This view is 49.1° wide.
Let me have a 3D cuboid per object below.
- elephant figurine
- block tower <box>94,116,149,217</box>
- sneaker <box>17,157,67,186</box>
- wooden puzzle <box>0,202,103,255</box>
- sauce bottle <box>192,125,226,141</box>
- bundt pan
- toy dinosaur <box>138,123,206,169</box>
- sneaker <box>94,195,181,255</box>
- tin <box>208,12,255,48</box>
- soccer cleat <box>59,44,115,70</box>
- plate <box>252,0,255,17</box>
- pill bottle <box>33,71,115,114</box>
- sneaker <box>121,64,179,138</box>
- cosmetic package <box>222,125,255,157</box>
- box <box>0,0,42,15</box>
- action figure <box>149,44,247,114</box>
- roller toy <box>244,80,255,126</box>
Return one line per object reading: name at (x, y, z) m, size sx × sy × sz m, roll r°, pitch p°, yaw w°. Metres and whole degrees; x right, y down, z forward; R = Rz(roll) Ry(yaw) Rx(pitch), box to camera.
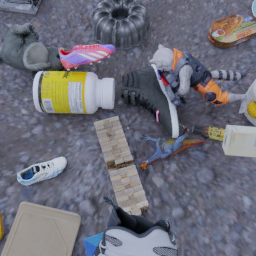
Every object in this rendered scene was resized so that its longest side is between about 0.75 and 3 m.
elephant figurine at (-2.733, -2.176, 8.872) m, size 2.269 × 1.605 × 1.760 m, roll 38°, pitch 114°, yaw 9°
block tower at (-0.202, 1.078, 7.672) m, size 0.746 × 0.799 × 2.762 m, roll -16°, pitch 67°, yaw -7°
sneaker at (-2.361, 1.174, 7.765) m, size 1.401 × 0.508 × 0.504 m, roll -23°, pitch 65°, yaw -12°
wooden puzzle at (-2.221, 2.918, 7.028) m, size 2.930 × 0.343 × 1.977 m, roll 17°, pitch 69°, yaw 9°
sauce bottle at (2.498, 0.146, 8.345) m, size 1.147 × 0.371 × 0.371 m, roll 10°, pitch 64°, yaw 5°
bundt pan at (-0.265, -3.921, 10.078) m, size 2.239 × 0.840 × 2.239 m, roll 0°, pitch 63°, yaw -1°
toy dinosaur at (1.140, 0.655, 7.873) m, size 1.836 × 0.964 × 1.666 m, roll 33°, pitch 96°, yaw -9°
sneaker at (-0.261, 1.643, 3.785) m, size 2.031 × 0.790 × 1.421 m, roll -16°, pitch 82°, yaw 17°
tin at (3.820, -3.534, 10.147) m, size 1.965 × 0.411 × 1.100 m, roll -23°, pitch 62°, yaw -11°
soccer cleat at (-1.146, -2.074, 7.721) m, size 1.586 × 0.607 × 0.529 m, roll -13°, pitch 32°, yaw 17°
plate at (5.633, -4.329, 10.604) m, size 1.943 × 0.248 × 1.943 m, roll 0°, pitch 65°, yaw 0°
pill bottle at (-1.555, -1.057, 8.434) m, size 2.261 × 1.259 × 1.259 m, roll 2°, pitch 64°, yaw 1°
sneaker at (0.572, -0.730, 8.446) m, size 1.376 × 0.981 × 2.775 m, roll -14°, pitch 56°, yaw -5°
cosmetic package at (2.789, 0.313, 6.303) m, size 1.164 × 0.603 × 0.425 m, roll 4°, pitch 25°, yaw 7°
box at (-4.598, -5.476, 10.506) m, size 2.454 × 1.408 × 1.622 m, roll 9°, pitch 64°, yaw 5°
action figure at (1.869, -1.627, 8.135) m, size 2.762 × 1.494 × 2.855 m, roll 21°, pitch 32°, yaw -22°
roller toy at (4.361, -0.849, 8.341) m, size 1.767 × 1.235 × 1.612 m, roll 6°, pitch 64°, yaw 3°
